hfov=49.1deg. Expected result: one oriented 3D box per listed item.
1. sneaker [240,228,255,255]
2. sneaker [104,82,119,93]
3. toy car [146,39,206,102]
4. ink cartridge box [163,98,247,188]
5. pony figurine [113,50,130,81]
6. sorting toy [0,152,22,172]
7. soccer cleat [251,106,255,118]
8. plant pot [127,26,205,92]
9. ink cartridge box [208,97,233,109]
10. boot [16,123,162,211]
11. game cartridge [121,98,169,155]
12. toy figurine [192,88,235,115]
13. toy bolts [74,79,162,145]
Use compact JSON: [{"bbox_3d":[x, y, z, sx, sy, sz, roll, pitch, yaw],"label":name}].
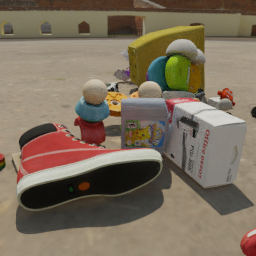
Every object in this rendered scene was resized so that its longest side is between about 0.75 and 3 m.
[{"bbox_3d":[2.346,1.792,3.588,1.582,0.620,0.914,2,20,8],"label":"sneaker"},{"bbox_3d":[-1.029,-1.405,11.580,1.078,0.792,2.383,-1,18,6],"label":"sneaker"},{"bbox_3d":[1.648,-1.840,10.152,1.929,2.251,2.572,6,2,29],"label":"toy car"},{"bbox_3d":[1.573,0.239,6.365,0.804,1.424,1.940,-5,21,-22],"label":"ink cartridge box"},{"bbox_3d":[0.418,-3.169,15.406,1.956,1.687,2.026,25,0,-38],"label":"pony figurine"},{"bbox_3d":[-1.879,0.621,6.732,2.873,0.486,1.385,-11,24,-28],"label":"sorting toy"},{"bbox_3d":[4.782,-0.449,9.709,0.454,0.423,1.241,24,6,-20],"label":"soccer cleat"},{"bbox_3d":[1.611,-3.110,13.211,2.980,2.913,2.894,-10,21,-9],"label":"plant pot"},{"bbox_3d":[3.645,-1.001,11.071,0.787,0.329,0.571,-8,23,-19],"label":"ink cartridge box"},{"bbox_3d":[-0.834,0.447,5.862,2.807,1.016,2.025,-8,39,-13],"label":"boot"},{"bbox_3d":[0.388,0.061,6.575,1.125,1.687,0.341,-2,39,-3],"label":"game cartridge"},{"bbox_3d":[2.528,-0.492,8.483,1.327,1.348,0.938,5,38,22],"label":"toy figurine"},{"bbox_3d":[-0.408,-0.798,7.876,2.416,1.676,2.308,-12,45,-30],"label":"toy bolts"}]
